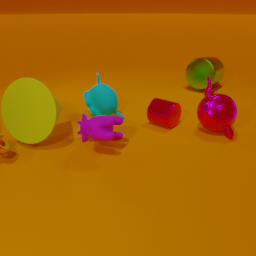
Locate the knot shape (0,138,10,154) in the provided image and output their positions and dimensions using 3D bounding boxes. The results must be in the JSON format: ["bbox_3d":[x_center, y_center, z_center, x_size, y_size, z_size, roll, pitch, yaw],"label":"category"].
[{"bbox_3d":[-3.199,0.231,6.195,1.064,0.996,0.492,10,60,-8],"label":"knot shape"}]

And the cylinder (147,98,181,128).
[{"bbox_3d":[1.092,-0.460,8.454,0.772,0.772,0.772,19,31,34],"label":"cylinder"}]

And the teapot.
[{"bbox_3d":[2.511,-0.529,7.827,1.122,1.805,0.884,-20,-11,-6],"label":"teapot"}]

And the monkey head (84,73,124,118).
[{"bbox_3d":[-0.843,-0.877,9.065,0.999,1.658,1.192,-31,6,-4],"label":"monkey head"}]

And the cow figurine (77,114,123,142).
[{"bbox_3d":[-0.823,0.002,7.094,1.383,0.771,1.405,1,0,16],"label":"cow figurine"}]

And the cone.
[{"bbox_3d":[-2.208,-0.517,7.656,1.636,1.636,1.642,9,10,18],"label":"cone"}]

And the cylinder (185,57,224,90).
[{"bbox_3d":[3.239,-2.323,11.761,1.265,1.265,1.265,16,23,32],"label":"cylinder"}]
